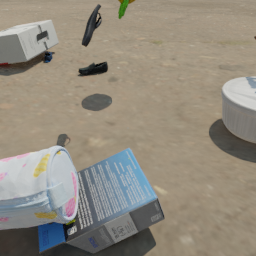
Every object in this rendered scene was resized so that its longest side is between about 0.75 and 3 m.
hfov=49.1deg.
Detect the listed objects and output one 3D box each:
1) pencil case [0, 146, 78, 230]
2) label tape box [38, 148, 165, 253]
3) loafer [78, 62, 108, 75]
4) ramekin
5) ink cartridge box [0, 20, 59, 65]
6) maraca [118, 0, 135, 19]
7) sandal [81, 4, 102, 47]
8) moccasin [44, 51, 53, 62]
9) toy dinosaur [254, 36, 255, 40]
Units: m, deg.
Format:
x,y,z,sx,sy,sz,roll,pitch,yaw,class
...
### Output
x,y,z,sx,sy,sz,roll,pitch,yaw,class
-2.127,1.021,4.191,2.740,1.139,1.243,-10,-6,5,pencil case
-0.530,1.277,4.738,1.872,0.592,1.350,-24,36,-5,label tape box
-1.349,-2.341,10.842,1.192,0.418,0.405,-12,34,-19,loafer
3.466,-0.451,7.225,2.206,1.027,2.206,1,32,0,ramekin
-4.591,-3.730,12.113,1.970,1.144,2.731,-1,29,19,ink cartridge box
-0.019,-4.189,8.411,0.926,1.731,1.187,12,7,-12,maraca
-0.820,-2.384,6.603,0.260,0.462,1.214,22,65,-24,sandal
-3.472,-3.164,12.258,0.380,0.322,0.944,-8,33,-12,moccasin
3.760,-2.490,7.270,0.469,0.741,1.093,19,23,0,toy dinosaur
